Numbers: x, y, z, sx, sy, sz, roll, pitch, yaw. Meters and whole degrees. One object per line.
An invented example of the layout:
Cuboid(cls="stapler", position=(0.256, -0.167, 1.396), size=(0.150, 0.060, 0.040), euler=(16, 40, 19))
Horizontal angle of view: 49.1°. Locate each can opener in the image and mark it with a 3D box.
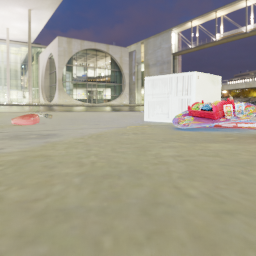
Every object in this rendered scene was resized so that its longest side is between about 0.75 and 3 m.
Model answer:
Cuboid(cls="can opener", position=(5.014, -0.736, 11.772), size=(2.930, 1.152, 0.929), euler=(-7, -38, 19))

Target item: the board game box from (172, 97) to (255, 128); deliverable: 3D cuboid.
Cuboid(cls="board game box", position=(2.398, -0.599, 7.978), size=(2.360, 0.459, 1.864), euler=(-7, 17, 18))

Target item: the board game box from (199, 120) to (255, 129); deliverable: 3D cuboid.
Cuboid(cls="board game box", position=(3.235, -0.135, 8.984), size=(2.301, 0.224, 1.184), euler=(2, 6, 27))

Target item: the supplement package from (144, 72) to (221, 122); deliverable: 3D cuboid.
Cuboid(cls="supplement package", position=(2.246, -1.193, 11.697), size=(1.931, 1.917, 2.545), euler=(-2, 4, -43))

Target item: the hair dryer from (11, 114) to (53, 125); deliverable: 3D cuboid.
Cuboid(cls="hair dryer", position=(-3.694, -0.243, 10.533), size=(1.145, 0.408, 1.503), euler=(-18, -9, 29))
